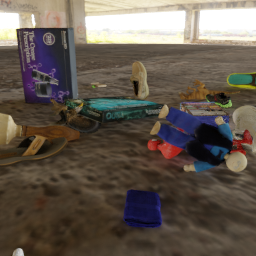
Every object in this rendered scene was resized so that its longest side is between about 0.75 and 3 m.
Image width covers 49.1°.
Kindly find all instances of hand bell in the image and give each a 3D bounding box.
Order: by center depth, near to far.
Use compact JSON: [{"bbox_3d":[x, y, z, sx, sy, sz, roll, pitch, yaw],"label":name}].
[{"bbox_3d":[-2.682,0.082,7.498,2.747,1.430,1.430,5,17,-23],"label":"hand bell"}]

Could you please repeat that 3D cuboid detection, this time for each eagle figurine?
[{"bbox_3d":[-1.628,-0.283,8.528,1.073,1.421,1.078,-26,49,18],"label":"eagle figurine"}]

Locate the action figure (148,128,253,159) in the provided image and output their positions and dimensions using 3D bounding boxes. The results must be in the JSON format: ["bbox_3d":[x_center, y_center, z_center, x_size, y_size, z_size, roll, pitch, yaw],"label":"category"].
[{"bbox_3d":[1.658,0.169,7.067,2.446,0.798,1.210,-3,47,-7],"label":"action figure"}]

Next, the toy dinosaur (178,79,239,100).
[{"bbox_3d":[3.396,-1.521,12.268,2.449,0.740,1.301,-7,42,1],"label":"toy dinosaur"}]

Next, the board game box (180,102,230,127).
[{"bbox_3d":[2.314,-0.295,8.695,1.130,0.687,1.418,-1,21,-2],"label":"board game box"}]

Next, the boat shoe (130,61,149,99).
[{"bbox_3d":[0.410,-2.019,11.516,0.561,1.739,0.620,4,-27,-36],"label":"boat shoe"}]

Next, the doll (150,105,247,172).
[{"bbox_3d":[1.554,0.332,6.098,2.087,1.424,0.506,28,13,12],"label":"doll"}]

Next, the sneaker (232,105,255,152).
[{"bbox_3d":[3.315,0.010,7.864,1.008,0.857,2.278,-13,22,-1],"label":"sneaker"}]

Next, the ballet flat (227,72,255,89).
[{"bbox_3d":[6.383,-2.359,14.122,2.621,0.876,0.878,8,-1,26],"label":"ballet flat"}]

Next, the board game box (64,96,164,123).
[{"bbox_3d":[-0.404,-0.710,9.630,1.995,0.415,2.949,19,19,40],"label":"board game box"}]

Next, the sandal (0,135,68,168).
[{"bbox_3d":[-2.439,0.462,6.910,1.955,0.534,0.799,-10,23,-25],"label":"sandal"}]

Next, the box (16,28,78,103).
[{"bbox_3d":[-3.252,-2.587,11.582,2.083,2.951,1.164,-1,21,-1],"label":"box"}]

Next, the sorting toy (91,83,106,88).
[{"bbox_3d":[-1.642,-2.222,14.620,0.630,0.126,0.853,24,27,38],"label":"sorting toy"}]

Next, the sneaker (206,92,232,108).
[{"bbox_3d":[3.703,-1.217,11.359,0.494,0.539,1.286,-12,24,-28],"label":"sneaker"}]

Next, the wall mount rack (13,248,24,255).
[{"bbox_3d":[-1.687,1.994,2.525,2.054,0.766,1.785,-5,21,-11],"label":"wall mount rack"}]

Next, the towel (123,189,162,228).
[{"bbox_3d":[0.255,1.410,4.911,0.633,0.212,0.858,8,21,1],"label":"towel"}]
